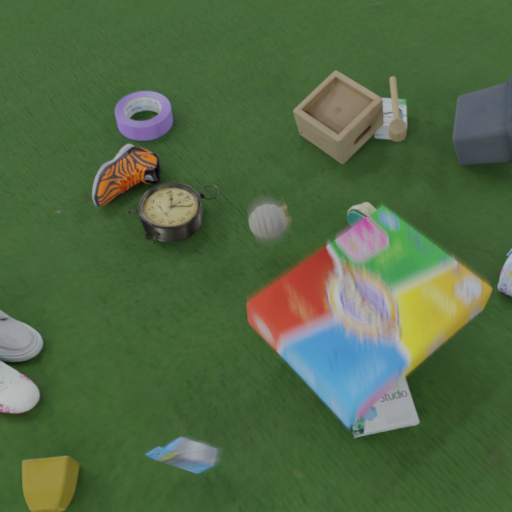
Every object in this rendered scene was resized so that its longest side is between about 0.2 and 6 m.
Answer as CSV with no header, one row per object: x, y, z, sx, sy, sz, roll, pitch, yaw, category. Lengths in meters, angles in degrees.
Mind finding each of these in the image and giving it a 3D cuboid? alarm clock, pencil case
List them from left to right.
-1.564,-0.955,11.443,1.864,0.621,1.257,-32,59,-19,alarm clock
5.544,0.615,10.081,2.202,0.915,0.999,25,80,18,pencil case

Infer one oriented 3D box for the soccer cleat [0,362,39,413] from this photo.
-4.487,1.953,9.168,1.961,0.847,0.685,22,57,15,soccer cleat

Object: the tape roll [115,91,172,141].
-2.661,-3.332,13.299,1.310,0.430,1.310,-1,54,1,tape roll

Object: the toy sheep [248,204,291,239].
0.254,-0.646,10.322,1.008,0.695,0.695,-10,36,51,toy sheep

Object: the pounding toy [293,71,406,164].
2.384,-3.045,12.500,2.001,1.042,2.277,-45,63,-7,pounding toy

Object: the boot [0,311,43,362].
-4.765,1.137,9.668,2.088,0.998,0.768,15,55,11,boot

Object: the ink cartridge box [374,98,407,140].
3.167,-3.238,13.223,0.726,0.418,0.994,4,55,6,ink cartridge box

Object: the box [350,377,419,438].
1.932,2.133,9.252,1.084,0.273,1.502,-10,63,-7,box

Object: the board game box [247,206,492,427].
1.751,0.796,8.829,3.053,0.616,2.336,-35,59,-20,board game box

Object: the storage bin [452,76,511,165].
5.235,-2.857,12.502,1.371,1.486,2.042,-4,49,32,storage bin

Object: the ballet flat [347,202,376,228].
2.717,-0.424,11.036,0.651,0.704,2.087,-29,59,-32,ballet flat

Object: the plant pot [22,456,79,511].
-3.038,3.396,8.250,0.669,0.673,0.689,-5,59,-4,plant pot

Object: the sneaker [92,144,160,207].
-2.670,-1.681,11.922,1.019,0.706,1.820,17,56,14,sneaker

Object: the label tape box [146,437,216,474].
-1.084,2.841,8.081,0.848,0.607,0.280,26,51,-15,label tape box
